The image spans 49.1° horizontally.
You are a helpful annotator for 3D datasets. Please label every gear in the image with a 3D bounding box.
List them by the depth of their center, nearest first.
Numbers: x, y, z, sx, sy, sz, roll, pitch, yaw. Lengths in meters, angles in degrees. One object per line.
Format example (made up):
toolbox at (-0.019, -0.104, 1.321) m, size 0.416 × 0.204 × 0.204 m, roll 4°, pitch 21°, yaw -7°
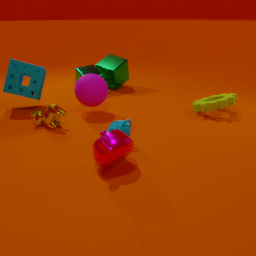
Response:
gear at (3.106, -0.919, 10.094) m, size 1.527 × 0.282 × 1.527 m, roll -14°, pitch 11°, yaw 3°

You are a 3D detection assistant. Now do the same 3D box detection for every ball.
ball at (-1.289, -1.319, 9.857) m, size 1.164 × 1.164 × 1.164 m, roll 0°, pitch 23°, yaw 0°

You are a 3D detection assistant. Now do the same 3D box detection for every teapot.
teapot at (-0.391, 0.429, 6.658) m, size 1.012 × 0.797 × 1.628 m, roll -34°, pitch -13°, yaw 7°
teapot at (-0.313, 0.116, 7.780) m, size 0.548 × 1.119 × 0.696 m, roll 24°, pitch 37°, yaw -40°

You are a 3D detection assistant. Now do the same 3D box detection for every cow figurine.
cow figurine at (-2.551, -0.420, 8.881) m, size 1.017 × 1.033 × 0.567 m, roll 39°, pitch 28°, yaw 8°

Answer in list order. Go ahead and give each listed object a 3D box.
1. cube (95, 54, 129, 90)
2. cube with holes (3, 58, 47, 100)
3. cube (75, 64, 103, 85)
cube at (-0.704, -2.608, 13.014) m, size 1.093 × 1.093 × 1.093 m, roll 24°, pitch 52°, yaw 27°
cube with holes at (-3.748, -1.734, 10.299) m, size 1.172 × 1.172 × 1.172 m, roll 13°, pitch 2°, yaw -13°
cube at (-1.754, -2.159, 12.425) m, size 0.882 × 0.882 × 0.882 m, roll -20°, pitch 52°, yaw -31°
